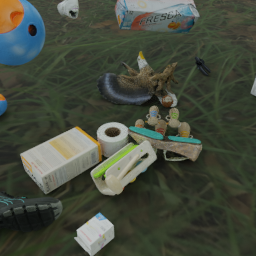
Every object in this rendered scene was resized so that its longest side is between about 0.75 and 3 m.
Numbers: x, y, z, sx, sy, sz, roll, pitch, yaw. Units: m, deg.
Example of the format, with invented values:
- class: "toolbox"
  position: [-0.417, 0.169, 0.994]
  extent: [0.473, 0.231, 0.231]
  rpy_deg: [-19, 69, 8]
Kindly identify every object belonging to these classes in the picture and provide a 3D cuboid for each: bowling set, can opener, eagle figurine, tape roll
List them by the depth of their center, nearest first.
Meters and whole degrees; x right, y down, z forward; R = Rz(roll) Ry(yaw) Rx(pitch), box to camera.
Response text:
- class: "tape roll"
  position: [-0.460, 0.371, 8.695]
  extent: [0.968, 0.665, 0.968]
  rpy_deg: [0, 37, 0]
- class: "bowling set"
  position: [1.075, -0.229, 8.963]
  extent: [2.021, 1.407, 1.085]
  rpy_deg: [2, 39, 9]
- class: "eagle figurine"
  position: [0.529, -1.910, 11.126]
  extent: [2.895, 2.184, 2.196]
  rpy_deg: [-7, -19, 43]
- class: "can opener"
  position: [3.506, -2.861, 13.198]
  extent: [0.524, 0.423, 1.333]
  rpy_deg: [12, 40, -30]

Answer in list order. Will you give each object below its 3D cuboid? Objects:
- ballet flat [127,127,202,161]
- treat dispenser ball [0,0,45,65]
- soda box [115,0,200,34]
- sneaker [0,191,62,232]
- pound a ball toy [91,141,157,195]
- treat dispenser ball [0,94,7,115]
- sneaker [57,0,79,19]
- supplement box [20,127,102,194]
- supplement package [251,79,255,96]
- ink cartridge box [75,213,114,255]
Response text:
- class: "ballet flat"
  position: [1.028, 0.549, 8.324]
  extent: [2.278, 0.766, 0.775]
  rpy_deg: [12, 13, 6]
- class: "treat dispenser ball"
  position: [-3.182, -2.622, 7.566]
  extent: [1.824, 1.824, 1.824]
  rpy_deg: [0, 37, 0]
- class: "soda box"
  position: [0.831, -3.287, 8.000]
  extent: [2.297, 0.730, 0.786]
  rpy_deg: [-5, 68, -23]
- class: "sneaker"
  position: [-2.832, 1.857, 6.523]
  extent: [2.535, 0.956, 1.005]
  rpy_deg: [-7, 36, -9]
- class: "pound a ball toy"
  position: [0.003, 1.137, 7.370]
  extent: [1.991, 0.846, 1.299]
  rpy_deg: [-35, 14, -37]
- class: "treat dispenser ball"
  position: [-4.853, -0.851, 10.148]
  extent: [0.871, 0.871, 0.871]
  rpy_deg: [0, 37, 0]
- class: "sneaker"
  position: [-2.192, -4.309, 10.290]
  extent: [0.562, 0.748, 1.502]
  rpy_deg: [-16, 8, -23]
- class: "supplement box"
  position: [-1.864, 0.854, 8.022]
  extent: [1.914, 0.704, 1.206]
  rpy_deg: [-29, 46, -32]
- class: "supplement package"
  position: [6.354, -1.961, 10.439]
  extent: [1.726, 2.244, 2.347]
  rpy_deg: [-23, 43, -26]
- class: "ink cartridge box"
  position: [-0.750, 2.380, 6.206]
  extent: [0.767, 0.480, 0.493]
  rpy_deg: [-30, 47, -34]
